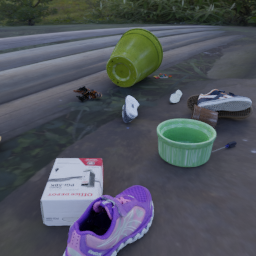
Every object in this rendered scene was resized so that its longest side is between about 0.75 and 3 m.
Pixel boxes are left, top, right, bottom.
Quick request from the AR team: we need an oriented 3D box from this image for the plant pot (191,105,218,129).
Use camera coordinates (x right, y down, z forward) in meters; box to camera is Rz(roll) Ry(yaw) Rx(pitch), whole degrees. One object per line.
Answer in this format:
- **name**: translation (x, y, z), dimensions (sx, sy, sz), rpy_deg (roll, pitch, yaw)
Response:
- **plant pot**: translation (2.820, -0.345, 10.408), dimensions (0.894, 0.903, 0.903), rpy_deg (13, 28, 8)

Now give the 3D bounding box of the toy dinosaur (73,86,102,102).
- **toy dinosaur**: translation (-1.992, -1.620, 13.452), dimensions (1.419, 0.725, 0.963), rpy_deg (-10, 6, 23)

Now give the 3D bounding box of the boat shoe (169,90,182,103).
- **boat shoe**: translation (2.202, -1.421, 13.267), dimensions (0.364, 0.429, 1.177), rpy_deg (-36, 7, 41)

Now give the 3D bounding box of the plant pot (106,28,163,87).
- **plant pot**: translation (0.187, -3.655, 15.509), dimensions (2.844, 2.844, 2.739), rpy_deg (11, 40, 21)

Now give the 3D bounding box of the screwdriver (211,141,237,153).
- **screwdriver**: translation (3.084, 0.635, 9.092), dimensions (1.218, 0.170, 0.177), rpy_deg (-15, -1, -27)

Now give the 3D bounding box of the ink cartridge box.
- **ink cartridge box**: translation (-1.255, 1.451, 6.734), dimensions (1.254, 0.708, 1.709), rpy_deg (0, 25, -3)

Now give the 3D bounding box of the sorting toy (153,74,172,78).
- **sorting toy**: translation (2.080, -3.178, 16.979), dimensions (1.071, 0.181, 0.517), rpy_deg (-5, 26, -9)

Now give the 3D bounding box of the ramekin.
- **ramekin**: translation (1.755, 0.450, 8.645), dimensions (1.766, 0.863, 1.766), rpy_deg (0, 26, 0)

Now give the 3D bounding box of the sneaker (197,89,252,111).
- **sneaker**: translation (3.628, -1.090, 10.648), dimensions (1.938, 0.760, 0.770), rpy_deg (-2, 58, 14)

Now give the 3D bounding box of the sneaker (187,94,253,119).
- **sneaker**: translation (3.753, -0.798, 11.557), dimensions (2.587, 0.911, 0.977), rpy_deg (13, 6, 26)

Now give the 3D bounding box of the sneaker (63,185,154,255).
- **sneaker**: translation (-0.279, 1.778, 5.614), dimensions (1.022, 1.124, 2.542), rpy_deg (15, 28, 31)

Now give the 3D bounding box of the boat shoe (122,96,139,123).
- **boat shoe**: translation (0.051, -0.754, 11.456), dimensions (0.629, 0.595, 1.754), rpy_deg (34, 26, -18)
